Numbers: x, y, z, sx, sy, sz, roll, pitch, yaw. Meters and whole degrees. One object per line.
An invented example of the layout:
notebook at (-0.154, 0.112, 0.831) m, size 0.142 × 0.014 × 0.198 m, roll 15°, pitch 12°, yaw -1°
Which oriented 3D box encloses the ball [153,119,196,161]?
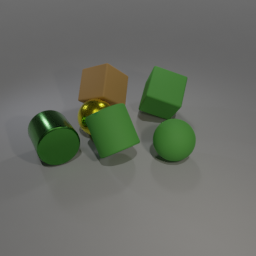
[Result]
ball at (1.520, 0.392, 9.237) m, size 1.400 × 1.400 × 1.400 m, roll 0°, pitch 32°, yaw 0°

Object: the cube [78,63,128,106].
cube at (-0.995, -1.634, 11.497) m, size 1.400 × 1.400 × 1.400 m, roll -3°, pitch -16°, yaw 37°

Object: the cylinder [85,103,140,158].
cylinder at (-0.501, 0.097, 9.135) m, size 1.400 × 1.400 × 1.400 m, roll -22°, pitch -3°, yaw -1°

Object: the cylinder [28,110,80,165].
cylinder at (-2.491, 0.294, 9.371) m, size 1.400 × 1.400 × 1.400 m, roll -16°, pitch 33°, yaw -24°

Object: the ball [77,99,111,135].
ball at (-1.198, -0.403, 10.568) m, size 1.400 × 1.400 × 1.400 m, roll 0°, pitch 32°, yaw 0°

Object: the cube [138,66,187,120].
cube at (1.381, -1.373, 11.265) m, size 1.400 × 1.400 × 1.400 m, roll 18°, pitch 68°, yaw -5°
